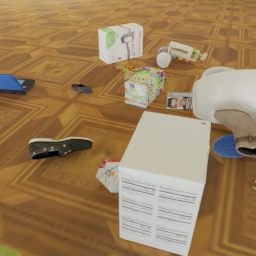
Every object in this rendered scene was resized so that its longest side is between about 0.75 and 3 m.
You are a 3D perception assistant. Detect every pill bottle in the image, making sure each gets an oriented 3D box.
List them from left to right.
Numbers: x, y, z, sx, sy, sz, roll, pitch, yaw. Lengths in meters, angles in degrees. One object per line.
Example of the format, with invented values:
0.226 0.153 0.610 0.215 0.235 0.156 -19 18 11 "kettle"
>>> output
2.031 -3.975 15.790 0.808 0.808 1.421 5 35 8 "pill bottle"

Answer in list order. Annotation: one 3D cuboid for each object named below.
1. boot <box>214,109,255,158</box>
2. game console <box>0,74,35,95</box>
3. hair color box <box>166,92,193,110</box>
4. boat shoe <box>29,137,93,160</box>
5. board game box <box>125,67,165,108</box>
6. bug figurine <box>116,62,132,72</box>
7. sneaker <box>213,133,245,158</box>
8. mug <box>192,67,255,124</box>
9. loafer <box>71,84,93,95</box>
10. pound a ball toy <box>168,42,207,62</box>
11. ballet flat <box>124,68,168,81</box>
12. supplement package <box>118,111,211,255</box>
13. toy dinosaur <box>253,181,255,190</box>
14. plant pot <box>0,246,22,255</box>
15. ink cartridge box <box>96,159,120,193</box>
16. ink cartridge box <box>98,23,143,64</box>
3.522 0.186 8.646 1.977 0.694 1.445 15 45 19 "boot"
-5.773 -2.324 12.966 2.238 1.324 1.910 5 36 6 "game console"
2.291 -1.141 11.857 1.278 0.633 0.387 3 35 4 "hair color box"
-2.176 0.694 9.247 2.056 0.752 0.644 -3 63 -16 "boat shoe"
0.779 -1.869 12.563 1.042 1.024 1.987 17 38 23 "board game box"
-0.235 -3.333 15.372 0.898 0.231 0.696 21 46 21 "bug figurine"
4.013 0.475 9.507 2.366 0.830 0.922 -11 -3 6 "sneaker"
3.763 -1.405 10.848 2.449 2.062 2.794 -2 50 5 "mug"
-2.170 -1.926 13.194 1.262 0.397 0.454 22 40 28 "loafer"
3.473 -4.357 16.523 1.286 0.838 1.973 1 25 -47 "pound a ball toy"
0.884 -2.640 13.826 2.134 0.672 0.732 -1 -4 0 "ballet flat"
0.903 1.258 6.870 1.750 2.380 2.276 10 36 13 "supplement package"
3.904 1.703 8.080 0.504 0.290 0.997 22 40 26 "toy dinosaur"
-2.628 3.133 5.130 1.677 1.677 1.592 1 22 1 "plant pot"
-0.386 1.377 8.089 0.608 0.611 0.841 8 20 -47 "ink cartridge box"
-0.388 -4.958 16.322 2.468 1.796 1.037 -20 40 -27 "ink cartridge box"
